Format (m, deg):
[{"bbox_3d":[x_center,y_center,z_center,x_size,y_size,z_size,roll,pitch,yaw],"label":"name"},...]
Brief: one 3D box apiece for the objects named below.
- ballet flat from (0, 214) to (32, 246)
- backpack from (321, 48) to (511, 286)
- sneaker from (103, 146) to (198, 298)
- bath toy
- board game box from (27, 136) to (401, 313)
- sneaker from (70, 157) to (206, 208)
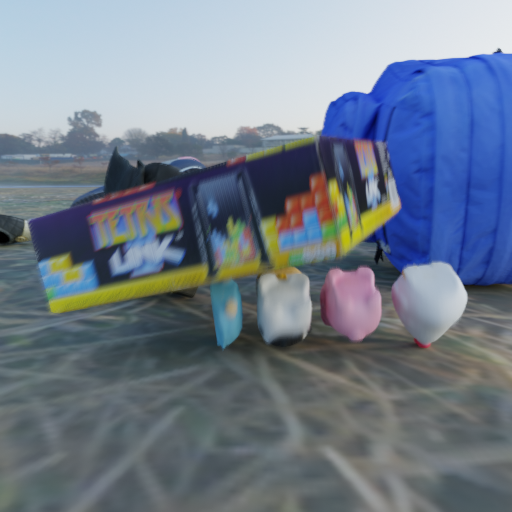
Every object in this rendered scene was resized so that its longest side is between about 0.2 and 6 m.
[{"bbox_3d":[-5.067,-0.312,9.861,2.377,0.675,0.790,-4,-31,-35],"label":"ballet flat"},{"bbox_3d":[2.375,-1.069,7.332,2.974,2.880,3.545,-7,20,3],"label":"backpack"},{"bbox_3d":[-1.317,-0.515,6.827,0.832,1.446,2.772,22,-1,-35],"label":"sneaker"},{"bbox_3d":[0.623,0.416,4.403,1.933,0.715,0.841,-1,38,2],"label":"bath toy"},{"bbox_3d":[-0.089,-0.355,4.691,2.193,0.752,2.653,-11,6,22],"label":"board game box"},{"bbox_3d":[-2.548,-1.380,12.413,3.129,1.098,1.283,-15,32,-6],"label":"sneaker"}]
